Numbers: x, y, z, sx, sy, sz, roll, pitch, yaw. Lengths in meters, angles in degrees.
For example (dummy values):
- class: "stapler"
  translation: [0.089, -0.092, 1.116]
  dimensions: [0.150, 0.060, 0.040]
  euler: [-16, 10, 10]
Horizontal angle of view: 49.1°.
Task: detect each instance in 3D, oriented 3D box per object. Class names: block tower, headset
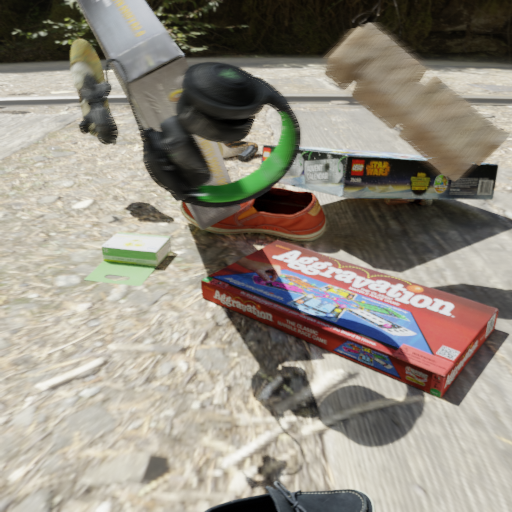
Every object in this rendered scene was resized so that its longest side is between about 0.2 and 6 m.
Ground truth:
- class: "block tower"
  translation: [2.586, -2.527, 9.305]
  dimensions: [3.058, 0.826, 0.884]
  euler: [41, 79, 7]
- class: "headset"
  translation: [-0.700, -1.407, 6.891]
  dimensions: [3.084, 1.904, 1.449]
  euler: [18, 37, -41]

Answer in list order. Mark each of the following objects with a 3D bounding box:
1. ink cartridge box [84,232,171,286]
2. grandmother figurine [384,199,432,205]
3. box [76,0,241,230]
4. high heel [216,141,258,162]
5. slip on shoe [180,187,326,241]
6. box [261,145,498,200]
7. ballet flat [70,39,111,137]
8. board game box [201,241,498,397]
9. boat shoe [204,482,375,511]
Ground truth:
- class: "ink cartridge box"
  translation: [-2.410, 0.024, 10.629]
  dimensions: [1.140, 0.376, 1.567]
  euler: [6, 24, 11]
- class: "grandmother figurine"
  translation: [3.740, -1.392, 13.739]
  dimensions: [1.140, 0.345, 0.691]
  euler: [4, 24, 2]
- class: "box"
  translation: [-1.741, -2.780, 10.232]
  dimensions: [0.960, 3.970, 3.145]
  euler: [-30, 58, -5]
- class: "high heel"
  translation: [-0.786, -3.561, 17.982]
  dimensions: [1.658, 0.592, 1.182]
  euler: [26, 39, 15]
- class: "slip on shoe"
  translation: [-0.106, -1.062, 11.922]
  dimensions: [3.213, 0.983, 1.190]
  euler: [8, 50, 16]
- class: "box"
  translation: [2.777, -1.922, 12.816]
  dimensions: [4.494, 0.896, 3.076]
  euler: [-3, 14, -32]
- class: "ballet flat"
  translation: [-3.899, -3.836, 13.077]
  dimensions: [0.790, 2.236, 0.790]
  euler: [-5, 34, 3]
- class: "board game box"
  translation: [1.382, 0.750, 8.995]
  dimensions: [4.213, 0.410, 2.169]
  euler: [18, 30, 34]
- class: "boat shoe"
  translation: [0.271, 2.448, 5.124]
  dimensions: [1.830, 0.570, 0.683]
  euler: [-6, 24, -15]
